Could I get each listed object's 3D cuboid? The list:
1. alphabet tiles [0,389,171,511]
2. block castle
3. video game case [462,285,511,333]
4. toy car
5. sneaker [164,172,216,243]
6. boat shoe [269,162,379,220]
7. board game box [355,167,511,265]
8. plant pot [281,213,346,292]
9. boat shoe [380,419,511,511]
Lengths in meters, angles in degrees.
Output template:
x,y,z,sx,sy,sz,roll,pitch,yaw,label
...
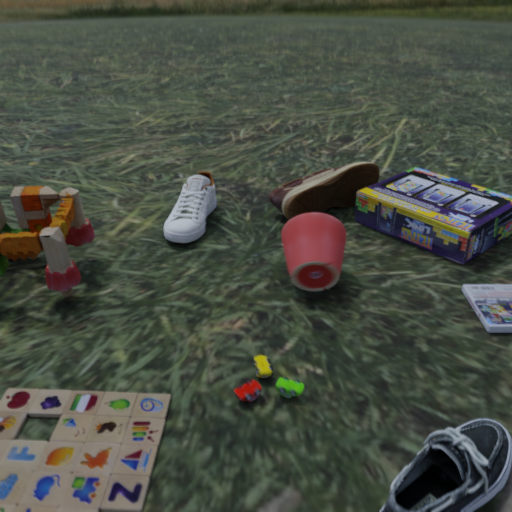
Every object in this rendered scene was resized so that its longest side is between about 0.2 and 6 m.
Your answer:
x,y,z,sx,sy,sz,roll,pitch,yaw,label
-2.097,2.258,5.793,2.030,0.092,2.428,2,29,2,alphabet tiles
-4.105,-0.124,8.946,2.723,1.278,1.820,-4,34,-2,block castle
3.899,0.778,8.419,1.252,0.144,1.141,1,29,-1,video game case
0.207,1.597,6.891,0.767,0.182,0.815,11,31,18,toy car
-1.301,-1.030,10.918,0.786,0.914,2.158,6,31,7,sneaker
1.436,-1.461,11.717,2.626,0.947,0.945,-25,38,-27,boat shoe
3.502,-0.867,10.836,2.034,0.698,2.460,-25,37,-34,board game box
0.931,-0.016,8.944,1.058,1.058,0.936,1,48,2,plant pot
1.926,2.065,5.518,1.977,0.675,0.730,-19,34,-31,boat shoe
